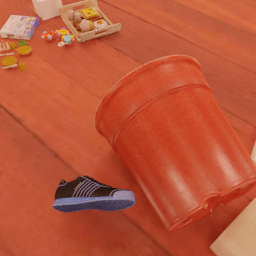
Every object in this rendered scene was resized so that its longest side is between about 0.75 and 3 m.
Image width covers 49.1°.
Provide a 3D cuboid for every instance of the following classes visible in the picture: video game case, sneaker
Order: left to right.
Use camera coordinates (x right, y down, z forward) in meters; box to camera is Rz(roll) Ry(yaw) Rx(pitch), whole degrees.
[{"bbox_3d":[-4.418,-4.128,11.481,1.171,0.294,1.292,5,52,4],"label":"video game case"},{"bbox_3d":[-0.726,1.340,5.925,1.821,0.639,0.709,-6,53,14],"label":"sneaker"}]

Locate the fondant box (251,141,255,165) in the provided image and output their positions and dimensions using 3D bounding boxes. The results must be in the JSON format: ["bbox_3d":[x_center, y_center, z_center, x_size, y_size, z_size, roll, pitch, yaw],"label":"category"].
[{"bbox_3d":[4.546,0.846,7.276,2.390,0.696,1.724,23,55,16],"label":"fondant box"}]

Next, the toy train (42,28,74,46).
[{"bbox_3d":[-2.676,-3.461,10.938,0.992,0.367,1.320,-36,57,-24],"label":"toy train"}]

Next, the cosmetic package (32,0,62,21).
[{"bbox_3d":[-3.467,-5.337,12.094,1.011,0.841,0.846,-29,57,-20],"label":"cosmetic package"}]

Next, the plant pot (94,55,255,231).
[{"bbox_3d":[1.176,0.475,6.350,2.999,2.999,2.916,-21,63,-16],"label":"plant pot"}]

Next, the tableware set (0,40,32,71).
[{"bbox_3d":[-4.134,-2.696,10.405,1.150,0.262,1.706,-16,52,-16],"label":"tableware set"}]

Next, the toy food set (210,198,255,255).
[{"bbox_3d":[2.904,2.508,6.129,1.883,0.569,1.351,-29,56,-31],"label":"toy food set"}]

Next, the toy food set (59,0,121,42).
[{"bbox_3d":[-1.610,-4.545,11.527,1.752,0.738,2.442,-23,55,-17],"label":"toy food set"}]
